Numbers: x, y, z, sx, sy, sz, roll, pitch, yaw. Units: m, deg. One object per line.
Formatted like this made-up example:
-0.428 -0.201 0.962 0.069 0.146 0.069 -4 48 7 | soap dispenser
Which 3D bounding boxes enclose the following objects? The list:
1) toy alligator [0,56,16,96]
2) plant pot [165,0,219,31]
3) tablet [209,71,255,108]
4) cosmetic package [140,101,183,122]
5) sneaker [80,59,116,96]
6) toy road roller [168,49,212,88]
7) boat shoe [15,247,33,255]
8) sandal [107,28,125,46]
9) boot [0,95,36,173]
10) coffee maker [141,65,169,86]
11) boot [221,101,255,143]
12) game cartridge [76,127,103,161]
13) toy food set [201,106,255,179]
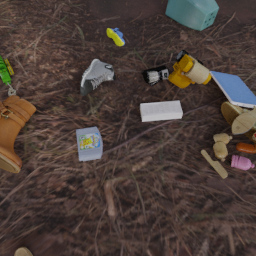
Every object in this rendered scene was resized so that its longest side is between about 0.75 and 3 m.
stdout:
-5.225 -2.368 11.688 0.757 0.693 2.553 -25 57 -17 | toy alligator
3.287 -5.995 13.964 1.533 1.532 2.169 -35 69 -23 | plant pot
4.175 -1.523 10.945 1.474 0.155 2.266 6 39 -17 | tablet
1.244 -0.630 10.583 1.510 0.382 0.623 -5 53 -3 | cosmetic package
-1.132 -2.033 11.416 1.192 0.775 2.065 13 53 7 | sneaker
2.283 -2.085 10.866 1.089 1.294 1.772 27 25 -19 | toy road roller
-2.644 3.732 7.281 0.499 0.451 1.399 -24 57 -17 | boat shoe
-0.484 -4.397 13.342 0.579 0.528 1.330 -23 58 -21 | sandal
-4.057 0.077 9.772 2.952 1.132 2.292 28 54 27 | boot
1.138 -2.284 11.673 0.935 0.630 0.898 -14 54 -12 | coffee maker
4.658 -0.495 10.240 1.648 0.772 2.120 -34 61 -22 | boot
-1.341 0.522 9.825 0.867 0.263 1.300 -7 54 -10 | game cartridge
3.822 0.554 9.413 2.541 0.400 1.615 -35 63 -2 | toy food set
